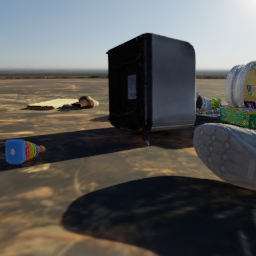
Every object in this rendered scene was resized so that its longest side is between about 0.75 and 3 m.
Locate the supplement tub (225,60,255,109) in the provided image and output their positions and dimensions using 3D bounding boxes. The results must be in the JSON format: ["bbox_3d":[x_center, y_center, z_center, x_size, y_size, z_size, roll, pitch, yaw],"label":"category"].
[{"bbox_3d":[5.105,-1.393,9.913,1.985,1.985,2.730,-11,16,-42],"label":"supplement tub"}]

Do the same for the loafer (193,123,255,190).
[{"bbox_3d":[1.958,0.486,4.043,0.857,0.859,2.457,-5,21,-30],"label":"loafer"}]

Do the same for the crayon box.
[{"bbox_3d":[3.686,-0.354,8.776,0.876,0.430,1.475,-3,13,-16],"label":"crayon box"}]

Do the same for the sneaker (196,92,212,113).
[{"bbox_3d":[1.878,-0.873,10.443,1.157,1.001,2.670,6,6,-43],"label":"sneaker"}]

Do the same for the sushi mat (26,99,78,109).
[{"bbox_3d":[-3.334,-1.155,13.158,1.355,0.171,2.833,3,12,16],"label":"sushi mat"}]

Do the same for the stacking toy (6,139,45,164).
[{"bbox_3d":[-1.888,0.430,5.359,0.471,0.445,0.812,-2,-1,25],"label":"stacking toy"}]

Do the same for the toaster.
[{"bbox_3d":[0.500,-1.001,7.457,1.558,2.626,2.374,-3,5,-25],"label":"toaster"}]

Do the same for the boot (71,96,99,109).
[{"bbox_3d":[-2.076,-1.146,12.391,1.312,0.475,1.092,15,17,40],"label":"boot"}]

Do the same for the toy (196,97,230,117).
[{"bbox_3d":[3.181,-0.943,11.189,1.437,0.589,2.495,7,14,32],"label":"toy"}]
